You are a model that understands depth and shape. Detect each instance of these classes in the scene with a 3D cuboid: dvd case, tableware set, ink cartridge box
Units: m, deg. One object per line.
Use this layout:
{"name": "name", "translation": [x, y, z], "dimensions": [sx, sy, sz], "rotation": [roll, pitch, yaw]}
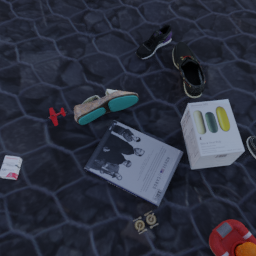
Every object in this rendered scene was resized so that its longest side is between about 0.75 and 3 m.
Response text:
{"name": "dvd case", "translation": [0.223, 1.179, 9.981], "dimensions": [2.887, 0.357, 2.170], "rotation": [25, 67, 12]}
{"name": "tableware set", "translation": [0.578, 3.101, 9.211], "dimensions": [0.754, 0.151, 0.499], "rotation": [-24, 66, -10]}
{"name": "ink cartridge box", "translation": [-4.148, 1.402, 9.925], "dimensions": [0.547, 0.319, 0.756], "rotation": [6, 65, 3]}

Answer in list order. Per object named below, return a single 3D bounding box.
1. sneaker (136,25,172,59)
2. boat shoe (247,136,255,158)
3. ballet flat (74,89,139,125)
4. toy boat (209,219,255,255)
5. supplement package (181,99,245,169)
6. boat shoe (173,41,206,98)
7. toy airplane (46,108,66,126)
{"name": "sneaker", "translation": [1.095, -3.800, 12.077], "dimensions": [1.952, 0.855, 0.739], "rotation": [-40, 71, -17]}
{"name": "boat shoe", "translation": [5.207, 1.086, 9.869], "dimensions": [0.840, 0.686, 2.272], "rotation": [-31, 69, -14]}
{"name": "ballet flat", "translation": [-0.894, -1.005, 10.791], "dimensions": [2.598, 0.884, 0.874], "rotation": [-21, 59, -11]}
{"name": "toy boat", "translation": [3.461, 3.704, 8.287], "dimensions": [1.313, 1.315, 2.011], "rotation": [-34, 69, -15]}
{"name": "supplement package", "translation": [2.860, 0.245, 9.832], "dimensions": [1.477, 1.466, 1.947], "rotation": [-6, 65, -3]}
{"name": "boat shoe", "translation": [2.524, -2.573, 11.535], "dimensions": [0.987, 0.845, 2.697], "rotation": [-10, 64, -2]}
{"name": "toy airplane", "translation": [-2.778, -0.502, 10.915], "dimensions": [0.837, 0.154, 0.837], "rotation": [0, 66, 0]}
